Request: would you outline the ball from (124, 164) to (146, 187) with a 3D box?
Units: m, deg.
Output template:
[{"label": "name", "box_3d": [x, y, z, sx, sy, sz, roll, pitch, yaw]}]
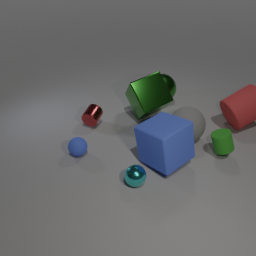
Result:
[{"label": "ball", "box_3d": [0.232, 1.507, 8.857, 0.700, 0.700, 0.700, 0, 32, 0]}]

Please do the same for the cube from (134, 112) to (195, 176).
[{"label": "cube", "box_3d": [1.245, 0.474, 9.438, 1.400, 1.400, 1.400, -28, 33, -30]}]

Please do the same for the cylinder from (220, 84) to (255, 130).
[{"label": "cylinder", "box_3d": [4.772, -0.862, 11.544, 1.400, 1.400, 1.400, -30, 35, 3]}]

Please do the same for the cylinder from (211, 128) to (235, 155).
[{"label": "cylinder", "box_3d": [3.362, 0.478, 9.948, 0.700, 0.700, 0.700, -17, 23, 7]}]

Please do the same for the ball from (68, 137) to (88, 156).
[{"label": "ball", "box_3d": [-1.820, 0.672, 10.144, 0.700, 0.700, 0.700, 0, 32, 0]}]

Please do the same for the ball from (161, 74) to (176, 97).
[{"label": "ball", "box_3d": [1.672, -1.958, 13.779, 1.400, 1.400, 1.400, 0, 32, 0]}]

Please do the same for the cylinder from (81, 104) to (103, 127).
[{"label": "cylinder", "box_3d": [-1.509, -0.541, 11.833, 0.700, 0.700, 0.700, 11, 47, 18]}]

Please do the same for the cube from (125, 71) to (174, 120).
[{"label": "cube", "box_3d": [0.870, -1.355, 12.056, 1.400, 1.400, 1.400, -24, -6, -13]}]

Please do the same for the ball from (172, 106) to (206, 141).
[{"label": "ball", "box_3d": [2.293, -0.139, 10.862, 1.400, 1.400, 1.400, 0, 32, 0]}]
